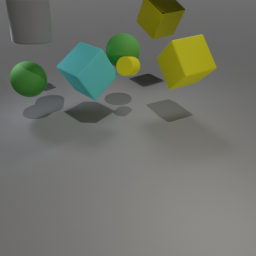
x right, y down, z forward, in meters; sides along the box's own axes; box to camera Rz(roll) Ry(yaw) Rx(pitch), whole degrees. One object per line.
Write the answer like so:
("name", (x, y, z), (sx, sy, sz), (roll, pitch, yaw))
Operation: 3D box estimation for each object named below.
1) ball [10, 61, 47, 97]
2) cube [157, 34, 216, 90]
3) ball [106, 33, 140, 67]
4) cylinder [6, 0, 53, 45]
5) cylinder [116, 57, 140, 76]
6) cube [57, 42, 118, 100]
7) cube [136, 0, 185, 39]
("ball", (-3.943, -1.936, 11.155), (1.400, 1.400, 1.400), (0, 30, 0))
("cube", (2.169, -2.459, 10.588), (1.400, 1.400, 1.400), (-18, -7, -21))
("ball", (-0.213, -3.177, 11.558), (1.400, 1.400, 1.400), (0, 30, 0))
("cylinder", (-3.405, -3.729, 9.757), (1.400, 1.400, 1.400), (1, 25, -1))
("cylinder", (0.015, -2.331, 10.564), (0.700, 0.700, 0.700), (13, 18, 21))
("cube", (-1.538, -2.179, 10.720), (1.400, 1.400, 1.400), (30, 75, 38))
("cube", (1.474, -5.175, 12.891), (1.400, 1.400, 1.400), (-23, 65, -30))
